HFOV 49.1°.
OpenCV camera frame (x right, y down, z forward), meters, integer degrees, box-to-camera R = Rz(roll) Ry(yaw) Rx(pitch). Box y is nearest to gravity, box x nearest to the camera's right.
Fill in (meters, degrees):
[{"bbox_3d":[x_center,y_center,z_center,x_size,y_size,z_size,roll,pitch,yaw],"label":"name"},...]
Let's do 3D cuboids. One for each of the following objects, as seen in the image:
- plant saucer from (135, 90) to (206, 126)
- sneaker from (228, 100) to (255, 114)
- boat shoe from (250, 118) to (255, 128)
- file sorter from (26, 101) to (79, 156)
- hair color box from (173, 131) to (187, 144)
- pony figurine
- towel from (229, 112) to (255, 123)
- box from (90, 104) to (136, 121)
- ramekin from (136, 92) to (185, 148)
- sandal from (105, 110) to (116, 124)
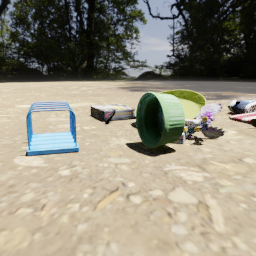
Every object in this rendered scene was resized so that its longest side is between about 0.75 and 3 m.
[{"bbox_3d":[1.714,-0.709,11.377,2.866,0.445,2.866,-11,32,7],"label":"plant saucer"},{"bbox_3d":[6.154,-1.181,14.584,2.006,0.808,1.468,-14,22,-32],"label":"sneaker"},{"bbox_3d":[5.333,-0.140,10.886,1.123,0.420,0.384,13,11,20],"label":"boat shoe"},{"bbox_3d":[-2.335,-0.081,8.535,1.412,1.248,2.035,-4,13,-16],"label":"file sorter"},{"bbox_3d":[1.634,0.224,9.268,0.536,0.328,1.082,4,13,16],"label":"hair color box"},{"bbox_3d":[2.424,-0.185,9.223,1.386,1.195,1.435,-5,2,22],"label":"pony figurine"},{"bbox_3d":[5.812,-0.366,12.246,1.624,0.256,2.254,-8,13,-24],"label":"towel"},{"bbox_3d":[-0.741,-0.772,13.464,1.612,0.492,2.035,-5,13,-24],"label":"box"},{"bbox_3d":[0.947,-0.249,8.229,0.792,1.621,1.621,-4,13,-26],"label":"ramekin"},{"bbox_3d":[-0.804,-0.478,11.924,0.215,0.358,0.952,22,41,9],"label":"sandal"}]
